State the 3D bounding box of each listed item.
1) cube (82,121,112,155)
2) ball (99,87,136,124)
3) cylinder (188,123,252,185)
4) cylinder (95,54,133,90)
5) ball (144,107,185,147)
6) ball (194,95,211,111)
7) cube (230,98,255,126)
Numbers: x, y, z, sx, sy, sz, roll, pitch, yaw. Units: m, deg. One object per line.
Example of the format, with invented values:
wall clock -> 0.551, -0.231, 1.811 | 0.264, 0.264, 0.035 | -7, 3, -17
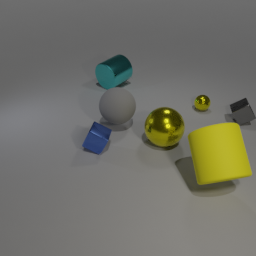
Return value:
cube -> -1.053, 0.339, 9.566 | 0.700, 0.700, 0.700 | 27, 31, -8
ball -> -0.397, -0.837, 10.603 | 1.400, 1.400, 1.400 | 0, 31, 0
cylinder -> 2.445, 0.722, 7.577 | 1.400, 1.400, 1.400 | -6, 75, -10
cylinder -> -0.716, -2.870, 14.337 | 1.400, 1.400, 1.400 | 23, 44, 34
ball -> 1.266, -0.035, 9.735 | 1.400, 1.400, 1.400 | 0, 31, 0
ball -> 3.237, -1.101, 12.193 | 0.700, 0.700, 0.700 | 0, 31, 0
cube -> 4.580, -0.653, 11.202 | 0.700, 0.700, 0.700 | -26, 22, 24
